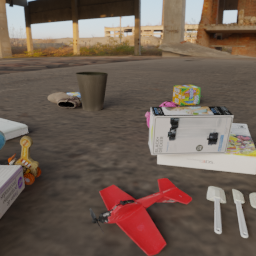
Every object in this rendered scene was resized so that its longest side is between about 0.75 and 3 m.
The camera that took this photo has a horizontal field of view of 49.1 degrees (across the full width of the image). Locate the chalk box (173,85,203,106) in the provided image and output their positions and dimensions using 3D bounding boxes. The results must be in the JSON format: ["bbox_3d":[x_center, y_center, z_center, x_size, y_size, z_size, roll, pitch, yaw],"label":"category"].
[{"bbox_3d":[2.933,-1.592,13.412,1.347,0.835,0.841,-6,20,-18],"label":"chalk box"}]

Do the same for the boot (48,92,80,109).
[{"bbox_3d":[-2.988,-1.229,12.761,1.668,0.586,1.220,-1,21,2],"label":"boot"}]

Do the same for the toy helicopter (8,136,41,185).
[{"bbox_3d":[-2.267,0.660,6.048,0.715,1.080,0.426,14,21,4],"label":"toy helicopter"}]

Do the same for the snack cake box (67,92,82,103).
[{"bbox_3d":[-2.652,-1.512,13.934,0.615,0.359,1.069,-6,18,-21],"label":"snack cake box"}]

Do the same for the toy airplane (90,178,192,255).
[{"bbox_3d":[0.293,1.379,5.007,1.988,0.366,1.988,1,20,0],"label":"toy airplane"}]

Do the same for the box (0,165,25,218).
[{"bbox_3d":[-2.504,1.442,4.499,0.588,0.549,2.837,1,18,2],"label":"box"}]

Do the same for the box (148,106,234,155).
[{"bbox_3d":[1.378,0.063,6.387,1.756,1.024,0.528,0,28,-4],"label":"box"}]

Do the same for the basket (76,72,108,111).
[{"bbox_3d":[-1.537,-1.595,12.211,1.425,1.581,1.075,5,19,17],"label":"basket"}]

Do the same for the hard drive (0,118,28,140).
[{"bbox_3d":[-4.705,0.241,8.561,1.737,0.346,2.634,11,21,32],"label":"hard drive"}]

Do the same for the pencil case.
[{"bbox_3d":[1.266,-0.444,9.774,0.880,0.853,1.879,29,23,13],"label":"pencil case"}]

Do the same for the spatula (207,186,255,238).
[{"bbox_3d":[1.990,1.513,5.054,1.107,0.128,1.592,10,21,13],"label":"spatula"}]

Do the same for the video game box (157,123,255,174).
[{"bbox_3d":[2.105,0.399,7.588,2.357,0.552,2.147,5,21,14],"label":"video game box"}]

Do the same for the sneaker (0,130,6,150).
[{"bbox_3d":[-3.355,0.770,6.010,1.577,0.961,2.416,8,29,30],"label":"sneaker"}]
